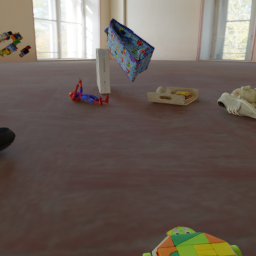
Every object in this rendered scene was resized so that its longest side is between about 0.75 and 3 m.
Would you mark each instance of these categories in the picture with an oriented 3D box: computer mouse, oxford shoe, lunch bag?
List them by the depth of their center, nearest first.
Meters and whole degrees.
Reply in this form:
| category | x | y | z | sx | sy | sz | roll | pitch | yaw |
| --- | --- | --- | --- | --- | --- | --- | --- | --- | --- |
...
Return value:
| category | x | y | z | sx | sy | sz | roll | pitch | yaw |
| --- | --- | --- | --- | --- | --- | --- | --- | --- | --- |
| computer mouse | -4.024 | 0.473 | 6.350 | 2.880 | 0.490 | 0.844 | -8 | 21 | -5 |
| lunch bag | -0.119 | -2.251 | 7.922 | 0.728 | 1.548 | 1.166 | -44 | -6 | -15 |
| oxford shoe | 3.910 | -0.703 | 9.987 | 0.559 | 0.728 | 1.937 | -43 | 32 | 0 |

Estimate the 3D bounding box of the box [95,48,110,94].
| category | x | y | z | sx | sy | sz | roll | pitch | yaw |
| --- | --- | --- | --- | --- | --- | --- | --- | --- | --- |
| box | -1.406 | -3.218 | 15.355 | 0.590 | 2.235 | 2.867 | -4 | 16 | -7 |

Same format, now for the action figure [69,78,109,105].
| category | x | y | z | sx | sy | sz | roll | pitch | yaw |
| --- | --- | --- | --- | --- | --- | --- | --- | --- | --- |
| action figure | -1.844 | -1.620 | 12.232 | 2.123 | 1.051 | 0.693 | 9 | 18 | 35 |

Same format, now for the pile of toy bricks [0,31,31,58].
| category | x | y | z | sx | sy | sz | roll | pitch | yaw |
| --- | --- | --- | --- | --- | --- | --- | --- | --- | --- |
| pile of toy bricks | -3.461 | -2.307 | 8.113 | 0.697 | 0.784 | 1.412 | -30 | 18 | 14 |

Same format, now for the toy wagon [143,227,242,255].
| category | x | y | z | sx | sy | sz | roll | pitch | yaw |
| --- | --- | --- | --- | --- | --- | --- | --- | --- | --- |
| toy wagon | 0.724 | 1.478 | 3.050 | 1.108 | 0.283 | 1.428 | -2 | 17 | -7 |

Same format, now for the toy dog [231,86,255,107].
| category | x | y | z | sx | sy | sz | roll | pitch | yaw |
| --- | --- | --- | --- | --- | --- | --- | --- | --- | --- |
| toy dog | 4.900 | -1.340 | 11.538 | 1.248 | 0.871 | 1.210 | 12 | 7 | 36 |

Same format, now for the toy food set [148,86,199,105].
| category | x | y | z | sx | sy | sz | roll | pitch | yaw |
| --- | --- | --- | --- | --- | --- | --- | --- | --- | --- |
| toy food set | 2.066 | -1.559 | 12.486 | 1.632 | 0.687 | 2.275 | 9 | 19 | 27 |
